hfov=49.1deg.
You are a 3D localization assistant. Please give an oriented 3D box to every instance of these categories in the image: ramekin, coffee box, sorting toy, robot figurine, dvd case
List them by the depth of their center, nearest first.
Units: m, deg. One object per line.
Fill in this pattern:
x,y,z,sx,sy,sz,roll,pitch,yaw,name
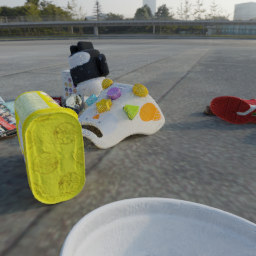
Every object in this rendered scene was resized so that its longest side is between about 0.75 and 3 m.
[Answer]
0.582,1.884,2.681,2.620,1.375,2.620,9,12,-2,ramekin
-0.721,-0.324,9.570,2.955,1.579,2.661,14,44,33,sorting toy
-4.086,-0.406,9.875,1.541,0.232,2.111,32,34,21,dvd case
-1.710,-2.496,12.022,1.444,2.314,1.739,-17,4,-14,robot figurine
-2.231,-2.142,13.802,1.421,1.407,1.423,13,24,31,coffee box

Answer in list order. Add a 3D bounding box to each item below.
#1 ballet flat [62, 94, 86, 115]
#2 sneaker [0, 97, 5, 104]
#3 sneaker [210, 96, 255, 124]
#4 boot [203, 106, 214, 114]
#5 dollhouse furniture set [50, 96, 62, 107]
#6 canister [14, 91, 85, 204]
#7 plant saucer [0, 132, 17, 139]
-2.234,-0.939,11.497,0.866,0.866,2.369,1,21,3,ballet flat
-5.410,-0.938,11.184,1.052,1.061,2.926,-18,29,-42,sneaker
4.470,-0.730,11.069,2.608,1.022,1.506,15,14,4,sneaker
3.896,-0.859,11.912,1.374,0.441,1.280,0,18,11,boot
-3.649,-0.861,11.445,1.703,0.692,0.916,2,21,4,dollhouse furniture set
-2.008,0.251,6.752,1.162,1.995,2.686,-10,21,-25,canister
-4.091,0.201,9.430,0.823,0.142,0.823,-1,20,0,plant saucer
